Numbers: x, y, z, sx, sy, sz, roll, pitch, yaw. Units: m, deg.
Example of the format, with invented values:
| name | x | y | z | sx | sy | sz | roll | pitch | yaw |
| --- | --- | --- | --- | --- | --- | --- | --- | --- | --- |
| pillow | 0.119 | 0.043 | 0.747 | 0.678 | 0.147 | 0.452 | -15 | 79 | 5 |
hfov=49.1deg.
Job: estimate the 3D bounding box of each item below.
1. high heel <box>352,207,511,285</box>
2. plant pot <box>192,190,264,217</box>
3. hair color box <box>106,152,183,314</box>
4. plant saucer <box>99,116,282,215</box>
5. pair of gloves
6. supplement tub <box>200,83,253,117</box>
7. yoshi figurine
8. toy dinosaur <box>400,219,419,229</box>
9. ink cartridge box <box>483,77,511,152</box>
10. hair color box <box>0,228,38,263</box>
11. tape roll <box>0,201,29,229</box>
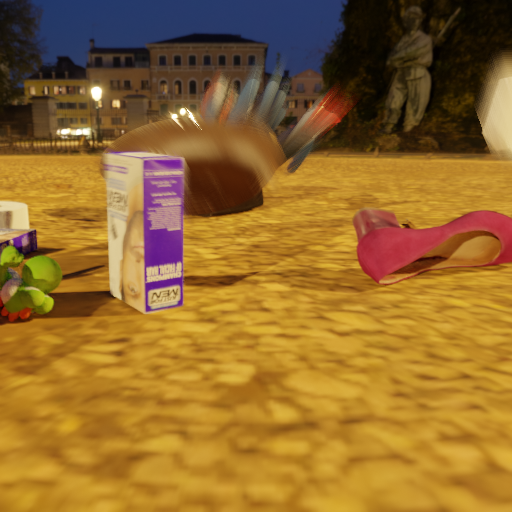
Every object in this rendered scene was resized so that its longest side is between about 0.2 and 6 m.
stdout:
| name | x | y | z | sx | sy | sz | roll | pitch | yaw |
| --- | --- | --- | --- | --- | --- | --- | --- | --- | --- |
| high heel | 2.582 | 0.055 | 7.323 | 2.686 | 0.905 | 1.291 | 3 | 41 | -6 |
| plant pot | -1.142 | -1.814 | 12.812 | 1.917 | 1.913 | 1.701 | 8 | 29 | 30 |
| hair color box | -1.215 | -0.283 | 6.085 | 0.526 | 1.623 | 0.887 | -11 | 18 | -37 |
| plant saucer | -0.825 | -1.052 | 7.414 | 2.402 | 0.385 | 2.402 | -6 | -18 | -2 |
| pair of gloves | 0.001 | -1.795 | 8.812 | 2.207 | 0.313 | 2.745 | -34 | -23 | 36 |
| supplement tub | -0.314 | -2.241 | 8.893 | 1.078 | 0.577 | 0.577 | 33 | 17 | 4 |
| yoshi figurine | -2.535 | 0.239 | 5.988 | 1.319 | 0.738 | 0.741 | 13 | 11 | 34 |
| toy dinosaur | 2.471 | -0.060 | 8.141 | 1.680 | 0.508 | 0.892 | 0 | 44 | -22 |
| ink cartridge box | 3.252 | -1.708 | 7.143 | 0.750 | 0.852 | 0.190 | 34 | -19 | -33 |
| hair color box | -3.851 | -0.154 | 8.447 | 0.622 | 0.369 | 1.137 | 2 | 15 | 4 |
| tape roll | -4.814 | -0.541 | 9.576 | 1.733 | 0.606 | 1.733 | 0 | 13 | 0 |
